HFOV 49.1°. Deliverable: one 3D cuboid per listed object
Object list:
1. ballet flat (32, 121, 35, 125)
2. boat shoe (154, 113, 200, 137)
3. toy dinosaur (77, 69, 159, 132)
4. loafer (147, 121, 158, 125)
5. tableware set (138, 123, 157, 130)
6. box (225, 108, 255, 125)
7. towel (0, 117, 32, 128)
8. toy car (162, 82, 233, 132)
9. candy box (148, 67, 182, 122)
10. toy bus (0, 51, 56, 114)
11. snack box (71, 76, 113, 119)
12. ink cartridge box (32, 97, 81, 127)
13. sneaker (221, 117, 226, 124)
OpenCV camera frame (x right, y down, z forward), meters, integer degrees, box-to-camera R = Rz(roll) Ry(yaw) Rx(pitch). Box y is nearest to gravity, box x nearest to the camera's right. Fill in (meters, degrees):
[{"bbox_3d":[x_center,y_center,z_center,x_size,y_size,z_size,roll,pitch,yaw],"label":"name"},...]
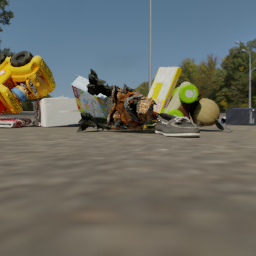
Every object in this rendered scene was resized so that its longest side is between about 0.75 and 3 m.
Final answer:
[{"bbox_3d":[-3.817,-0.224,11.508,0.293,0.202,0.870,-1,2,-17],"label":"ballet flat"},{"bbox_3d":[0.764,-0.073,4.694,0.457,0.390,1.368,0,2,-14],"label":"boat shoe"},{"bbox_3d":[-0.129,-0.313,5.930,1.653,1.244,2.435,11,-23,-4],"label":"toy dinosaur"},{"bbox_3d":[0.195,-0.273,8.602,1.520,0.553,0.549,1,-3,-13],"label":"loafer"},{"bbox_3d":[0.398,-0.057,7.314,0.772,0.176,1.146,0,2,3],"label":"tableware set"},{"bbox_3d":[4.657,-0.461,11.323,1.133,0.704,1.142,0,1,34],"label":"box"},{"bbox_3d":[-4.387,-0.172,9.058,2.010,0.317,2.790,2,3,-10],"label":"towel"},{"bbox_3d":[1.520,-0.237,6.029,1.392,1.098,1.143,29,7,-1],"label":"toy car"},{"bbox_3d":[0.855,-0.909,7.445,0.199,1.508,0.771,25,-4,-37],"label":"candy box"},{"bbox_3d":[-3.736,-1.143,8.651,2.311,2.218,1.568,1,-42,16],"label":"toy bus"},{"bbox_3d":[-0.859,-0.672,7.057,0.946,0.380,1.122,26,-27,15],"label":"snack box"},{"bbox_3d":[-2.442,-0.571,10.029,1.579,0.930,2.743,-5,5,-26],"label":"ink cartridge box"},{"bbox_3d":[4.991,-0.413,14.491,0.523,0.366,0.905,2,3,-8],"label":"sneaker"}]
